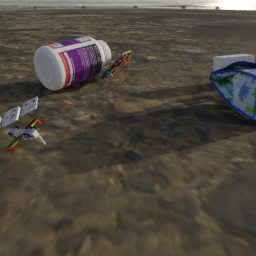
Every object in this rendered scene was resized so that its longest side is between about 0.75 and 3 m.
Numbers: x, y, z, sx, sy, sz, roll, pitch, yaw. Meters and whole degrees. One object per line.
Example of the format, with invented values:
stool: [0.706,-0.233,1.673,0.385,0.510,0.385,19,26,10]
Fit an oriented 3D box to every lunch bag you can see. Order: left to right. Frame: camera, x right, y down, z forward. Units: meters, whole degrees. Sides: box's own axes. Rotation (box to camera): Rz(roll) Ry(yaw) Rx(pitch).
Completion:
lunch bag: [3.497,-1.127,7.698,1.722,1.291,2.025,0,24,-23]

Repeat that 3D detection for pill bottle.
pill bottle: [-1.849,-2.352,9.868,1.459,1.459,2.595,22,36,36]

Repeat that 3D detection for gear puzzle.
gear puzzle: [-0.322,-2.402,10.739,1.333,0.337,2.573,-40,7,20]

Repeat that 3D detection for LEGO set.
LEGO set: [-2.581,0.147,6.200,1.456,0.478,1.949,-27,34,1]

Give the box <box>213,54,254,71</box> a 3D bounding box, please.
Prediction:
box: [3.742,-2.107,9.982,1.226,0.933,0.652,-7,19,-11]
